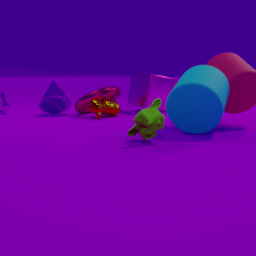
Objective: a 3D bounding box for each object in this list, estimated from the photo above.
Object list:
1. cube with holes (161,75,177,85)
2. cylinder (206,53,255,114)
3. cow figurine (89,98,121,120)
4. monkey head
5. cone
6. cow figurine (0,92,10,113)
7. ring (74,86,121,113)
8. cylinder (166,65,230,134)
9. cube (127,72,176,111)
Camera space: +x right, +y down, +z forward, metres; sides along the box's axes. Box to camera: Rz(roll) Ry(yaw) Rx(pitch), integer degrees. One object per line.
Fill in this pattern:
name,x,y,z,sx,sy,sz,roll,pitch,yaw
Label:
cube with holes,1.505,-1.592,11.825,0.954,0.954,0.954,23,4,-27
cylinder,2.799,-1.225,7.594,1.250,1.250,1.250,-2,37,-9
cow figurine,-0.692,-0.622,8.851,1.123,0.616,1.105,13,16,-24
monkey head,0.340,-0.167,5.650,0.728,1.012,0.610,33,12,-36
cone,-2.514,-1.214,9.544,1.054,1.058,1.054,-9,-27,-5
cow figurine,-4.402,-0.923,9.425,0.522,0.952,0.936,-20,20,-3
ring,-1.008,-0.935,9.410,1.657,0.331,1.657,-23,-6,-2
cylinder,1.668,-0.693,6.614,1.257,1.257,1.257,5,31,24
cube,0.835,-1.323,10.178,1.178,1.178,1.178,3,10,-35
